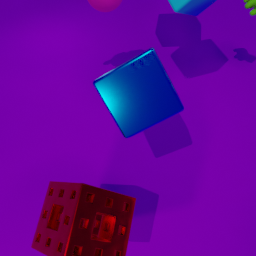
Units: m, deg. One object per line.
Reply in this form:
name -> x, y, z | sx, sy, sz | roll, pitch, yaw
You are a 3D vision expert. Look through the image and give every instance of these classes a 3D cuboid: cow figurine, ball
cow figurine -> 3.357, -3.215, 6.940 | 0.482, 0.864, 0.878 | 38, 43, -24
ball -> -0.533, -3.138, 6.426 | 0.891, 0.891, 0.891 | 0, 55, 0

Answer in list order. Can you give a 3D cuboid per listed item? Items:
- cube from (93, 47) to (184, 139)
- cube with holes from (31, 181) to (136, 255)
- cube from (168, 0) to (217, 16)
cube -> 0.208, -0.646, 4.854 | 1.085, 1.085, 1.085 | -27, 12, 13
cube with holes -> -0.692, 1.504, 4.462 | 1.058, 1.058, 1.058 | 25, 67, -36
cube -> 1.418, -3.309, 5.850 | 1.274, 1.274, 1.274 | -25, 85, -53
